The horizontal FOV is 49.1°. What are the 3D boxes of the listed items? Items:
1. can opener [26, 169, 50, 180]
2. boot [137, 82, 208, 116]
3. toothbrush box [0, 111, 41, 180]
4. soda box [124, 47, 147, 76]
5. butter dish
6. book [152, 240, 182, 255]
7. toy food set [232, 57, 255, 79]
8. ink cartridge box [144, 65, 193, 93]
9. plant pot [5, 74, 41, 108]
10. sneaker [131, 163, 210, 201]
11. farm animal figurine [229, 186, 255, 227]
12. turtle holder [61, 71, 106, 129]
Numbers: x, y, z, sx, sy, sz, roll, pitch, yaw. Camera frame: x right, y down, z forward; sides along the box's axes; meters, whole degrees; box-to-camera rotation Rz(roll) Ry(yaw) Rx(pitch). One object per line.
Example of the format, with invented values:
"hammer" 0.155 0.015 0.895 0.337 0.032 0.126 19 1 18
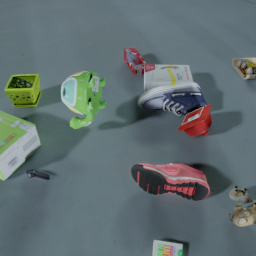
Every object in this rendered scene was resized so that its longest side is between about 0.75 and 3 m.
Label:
"can opener" -3.107 1.597 9.664 0.878 0.278 0.345 11 42 13
"boot" 1.948 -1.098 12.183 2.904 1.056 1.312 -14 56 -4
"toothbrush box" -4.949 0.438 10.300 2.689 1.158 1.958 19 46 19
"soda box" 0.362 -3.648 15.260 0.656 0.724 2.069 -12 43 -13
"butter dish" 2.851 -0.122 11.169 1.346 0.995 1.342 -27 16 39
"book" 1.083 3.425 7.692 0.801 0.192 0.535 6 46 5
"toy food set" 6.573 -3.231 14.906 1.355 0.571 1.889 -4 42 -5
"ink cartridge box" 1.906 -2.297 13.564 2.247 0.937 1.631 1 41 1
"plant pot" -4.641 -1.622 12.647 1.274 1.156 1.268 -1 42 -2
"sneaker" 1.378 1.623 9.342 2.574 0.948 1.116 13 32 6
"farm animal figurine" 3.844 2.643 8.087 1.774 0.935 1.793 2 46 21
"turtle holder" -1.729 -1.154 10.856 1.472 2.073 1.575 6 32 18
